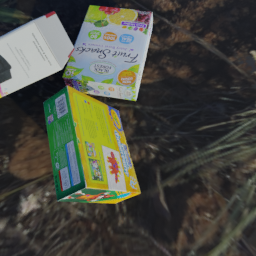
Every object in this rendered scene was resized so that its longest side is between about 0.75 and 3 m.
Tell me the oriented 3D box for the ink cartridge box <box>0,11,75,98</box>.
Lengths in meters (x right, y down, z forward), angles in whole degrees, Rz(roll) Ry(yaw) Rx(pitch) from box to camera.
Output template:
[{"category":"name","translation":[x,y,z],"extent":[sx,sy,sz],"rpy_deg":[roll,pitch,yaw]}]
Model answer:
[{"category":"ink cartridge box","translation":[-2.786,-1.581,6.593],"extent":[2.645,1.095,1.928],"rpy_deg":[-22,27,11]}]

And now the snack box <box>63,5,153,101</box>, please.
[{"category":"snack box","translation":[-0.470,-2.242,8.072],"extent":[1.993,0.743,2.803],"rpy_deg":[9,64,9]}]

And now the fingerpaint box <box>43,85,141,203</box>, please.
[{"category":"fingerpaint box","translation":[-0.751,0.439,5.901],"extent":[0.781,1.777,2.129],"rpy_deg":[-29,62,25]}]
